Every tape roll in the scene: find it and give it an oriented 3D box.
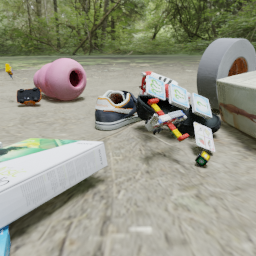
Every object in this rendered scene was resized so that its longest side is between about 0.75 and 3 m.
[{"bbox_3d":[3.225,-1.706,9.057,2.284,2.284,0.755,-13,24,-36],"label":"tape roll"}]

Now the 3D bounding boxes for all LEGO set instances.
[{"bbox_3d":[1.148,-0.291,5.704,1.647,0.541,2.204,21,42,-13],"label":"LEGO set"}]

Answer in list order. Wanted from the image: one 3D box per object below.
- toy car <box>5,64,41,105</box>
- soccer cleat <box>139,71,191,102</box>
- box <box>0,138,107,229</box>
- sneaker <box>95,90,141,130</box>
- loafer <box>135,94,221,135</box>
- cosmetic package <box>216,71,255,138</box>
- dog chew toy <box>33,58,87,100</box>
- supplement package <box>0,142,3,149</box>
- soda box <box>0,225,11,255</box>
[{"bbox_3d":[-3.727,-1.574,10.174,0.898,1.830,0.609,-23,-17,-9],"label":"toy car"},{"bbox_3d":[1.314,-1.507,10.811,1.277,1.028,2.997,4,19,-18],"label":"soccer cleat"},{"bbox_3d":[-1.785,0.707,3.973,1.861,0.469,2.579,1,13,33],"label":"box"},{"bbox_3d":[-0.064,-0.646,8.017,0.919,0.930,2.343,8,18,29],"label":"sneaker"},{"bbox_3d":[1.190,-0.355,6.860,2.135,0.749,0.725,14,59,17],"label":"loafer"},{"bbox_3d":[3.368,-0.586,6.625,1.482,1.251,2.867,-12,14,-1],"label":"cosmetic package"},{"bbox_3d":[-2.836,-1.905,11.147,2.558,1.593,1.593,6,17,42],"label":"dog chew toy"},{"bbox_3d":[-2.716,0.499,5.097,0.751,0.441,0.439,-15,23,-39],"label":"supplement package"},{"bbox_3d":[-1.345,1.320,2.783,0.263,0.248,0.774,-5,17,-16],"label":"soda box"}]
